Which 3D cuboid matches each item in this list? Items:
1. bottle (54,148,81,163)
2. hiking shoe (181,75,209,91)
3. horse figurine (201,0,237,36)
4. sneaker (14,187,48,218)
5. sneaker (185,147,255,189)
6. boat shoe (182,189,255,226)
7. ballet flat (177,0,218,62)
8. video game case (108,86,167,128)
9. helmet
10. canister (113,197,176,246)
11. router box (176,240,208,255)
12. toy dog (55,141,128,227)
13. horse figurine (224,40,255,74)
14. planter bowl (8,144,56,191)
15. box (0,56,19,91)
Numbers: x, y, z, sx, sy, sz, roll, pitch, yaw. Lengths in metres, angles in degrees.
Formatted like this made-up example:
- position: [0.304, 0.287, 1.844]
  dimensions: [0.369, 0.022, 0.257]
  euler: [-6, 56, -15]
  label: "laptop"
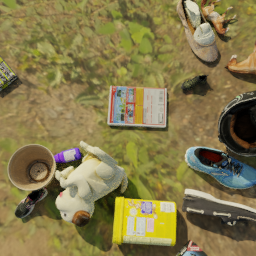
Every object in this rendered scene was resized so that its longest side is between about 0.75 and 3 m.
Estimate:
- position: [-2.139, 0.987, 9.678]
  dimensions: [0.988, 0.323, 0.413]
  euler: [-15, 87, -2]
  label: "bottle"
- position: [2.436, -1.732, 10.309]
  dimensions: [1.051, 0.529, 0.398]
  euler: [-25, 76, -6]
  label: "hiking shoe"
- position: [3.485, -4.547, 11.090]
  dimensions: [1.753, 0.438, 1.162]
  euler: [45, 85, 3]
  label: "horse figurine"
- position: [-3.261, 2.403, 9.199]
  dimensions: [0.503, 0.541, 1.253]
  euler: [39, 79, 11]
  label: "sneaker"
- position: [3.133, 1.298, 9.188]
  dimensions: [2.496, 1.123, 0.978]
  euler: [19, 76, 5]
  label: "sneaker"
- position: [3.020, 2.669, 8.917]
  dimensions: [2.605, 0.962, 0.786]
  euler: [16, 75, 7]
  label: "boat shoe"
- position: [2.629, -3.857, 10.655]
  dimensions: [0.975, 0.963, 2.864]
  euler: [-24, 77, -6]
  label: "ballet flat"
- position: [0.352, -0.781, 10.234]
  dimensions: [2.091, 0.182, 1.495]
  euler: [3, 75, 0]
  label: "video game case"
- position: [4.128, -0.154, 9.012]
  dimensions: [2.314, 2.207, 2.314]
  euler: [8, 104, 35]
  label: "helmet"
- position: [0.523, 2.976, 8.904]
  dimensions: [1.924, 0.833, 1.429]
  euler: [4, 75, 0]
  label: "canister"
- position: [2.188, 4.803, 8.483]
  dimensions: [2.173, 0.675, 1.628]
  euler: [43, 79, 10]
  label: "router box"
- position: [-1.321, 1.897, 8.941]
  dimensions: [1.628, 2.262, 2.333]
  euler: [20, 71, 51]
  label: "toy dog"
- position: [5.210, -2.312, 10.354]
  dimensions: [2.676, 0.668, 1.774]
  euler: [34, 89, 3]
  label: "horse figurine"
- position: [-3.022, 1.361, 9.201]
  dimensions: [1.467, 0.987, 1.467]
  euler: [0, 71, -1]
  label: "planter bowl"
- position: [-4.880, -2.064, 10.535]
  dimensions: [0.972, 0.269, 1.213]
  euler: [-40, 79, -10]
  label: "box"
